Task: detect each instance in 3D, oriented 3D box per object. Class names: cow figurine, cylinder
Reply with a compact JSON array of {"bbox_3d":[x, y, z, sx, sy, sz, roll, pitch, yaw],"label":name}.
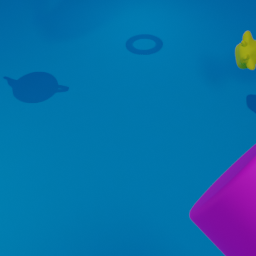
[{"bbox_3d":[3.112,-1.674,5.961,1.501,1.477,0.824,-8,89,40],"label":"cow figurine"},{"bbox_3d":[1.375,0.821,2.516,1.173,1.173,1.173,-39,73,-19],"label":"cylinder"}]
